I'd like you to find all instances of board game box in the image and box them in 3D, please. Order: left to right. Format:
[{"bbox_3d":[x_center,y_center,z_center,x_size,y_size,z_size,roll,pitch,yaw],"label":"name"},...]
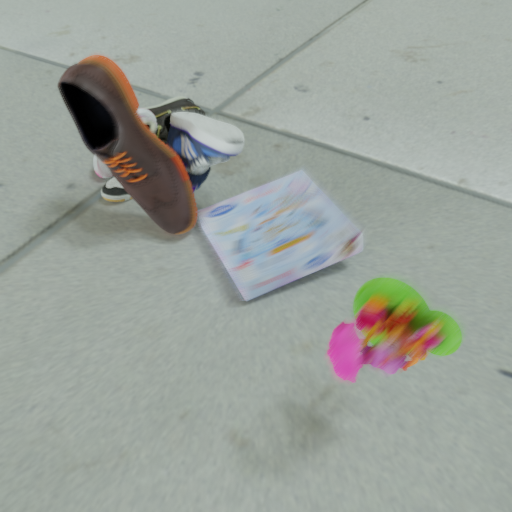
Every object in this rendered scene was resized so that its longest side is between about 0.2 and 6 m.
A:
[{"bbox_3d":[0.358,-0.453,9.929,2.225,0.458,2.220,-22,44,-11],"label":"board game box"}]

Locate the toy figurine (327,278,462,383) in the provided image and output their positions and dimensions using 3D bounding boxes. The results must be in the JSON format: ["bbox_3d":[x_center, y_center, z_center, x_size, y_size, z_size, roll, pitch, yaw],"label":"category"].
[{"bbox_3d":[1.351,0.957,6.011,1.315,0.987,1.210,20,32,33],"label":"toy figurine"}]

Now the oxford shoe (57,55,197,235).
[{"bbox_3d":[-2.210,-1.636,9.540,1.211,3.401,1.234,-23,23,24],"label":"oxford shoe"}]

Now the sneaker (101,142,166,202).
[{"bbox_3d":[-2.390,-1.754,11.353,1.795,0.787,0.679,-34,55,-28],"label":"sneaker"}]

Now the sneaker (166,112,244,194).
[{"bbox_3d":[-0.974,-1.679,10.286,0.850,1.545,2.110,-12,31,-34],"label":"sneaker"}]

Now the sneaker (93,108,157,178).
[{"bbox_3d":[-2.688,-2.306,11.513,1.732,0.704,0.764,-51,27,0],"label":"sneaker"}]

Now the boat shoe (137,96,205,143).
[{"bbox_3d":[-2.175,-2.880,12.473,0.708,0.838,2.351,33,54,30],"label":"boat shoe"}]
